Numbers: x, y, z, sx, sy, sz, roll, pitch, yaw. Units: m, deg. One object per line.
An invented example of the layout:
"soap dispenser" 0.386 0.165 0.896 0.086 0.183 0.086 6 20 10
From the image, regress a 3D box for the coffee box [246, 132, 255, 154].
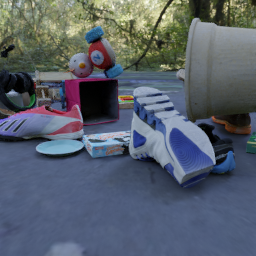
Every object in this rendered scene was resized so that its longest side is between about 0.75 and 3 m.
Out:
"coffee box" 3.571 0.399 7.262 0.791 0.283 1.286 9 16 31

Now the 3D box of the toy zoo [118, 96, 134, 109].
"toy zoo" -0.464 -1.357 14.248 1.854 0.289 2.826 -3 15 -13

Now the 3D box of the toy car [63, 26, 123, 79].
"toy car" -1.439 -2.338 10.014 1.889 1.741 1.670 -30 16 -4

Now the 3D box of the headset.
"headset" -4.777 -2.064 11.926 1.331 2.834 1.750 -29 -9 28

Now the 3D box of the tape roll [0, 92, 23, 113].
"tape roll" -5.842 -1.115 12.344 2.286 0.755 2.286 0 13 0

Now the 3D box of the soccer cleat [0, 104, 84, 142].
"soccer cleat" -2.681 -0.187 8.063 2.806 1.027 0.957 1 14 5

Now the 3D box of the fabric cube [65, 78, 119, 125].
"fabric cube" -1.373 -1.053 10.485 1.536 1.566 1.561 -9 15 -30

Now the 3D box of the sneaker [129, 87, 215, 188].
"sneaker" 0.751 0.366 6.053 1.004 1.436 2.486 -9 46 -25

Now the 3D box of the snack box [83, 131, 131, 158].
"snack box" -0.213 0.374 7.289 1.735 0.322 1.008 -6 15 -21

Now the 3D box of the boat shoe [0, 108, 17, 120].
"boat shoe" -4.323 -0.373 10.001 1.527 0.549 0.519 21 19 34

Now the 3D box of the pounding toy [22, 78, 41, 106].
"pounding toy" -4.801 -1.970 14.234 1.146 1.485 1.613 1 14 5

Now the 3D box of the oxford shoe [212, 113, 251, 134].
"oxford shoe" 3.583 -0.550 9.680 0.925 0.945 2.593 -1 14 -3

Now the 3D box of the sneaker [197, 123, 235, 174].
"sneaker" 1.611 0.283 6.425 0.782 0.914 2.206 -5 15 -24

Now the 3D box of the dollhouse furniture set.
"dollhouse furniture set" -2.857 -1.076 11.373 1.625 1.615 2.305 -4 39 -19

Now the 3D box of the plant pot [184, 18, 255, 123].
"plant pot" 3.184 -1.537 7.709 2.731 2.984 2.984 4 15 22

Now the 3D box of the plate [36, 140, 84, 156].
"plate" -1.708 0.519 7.079 1.171 0.150 1.171 0 13 0

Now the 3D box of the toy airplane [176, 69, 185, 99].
"toy airplane" 3.735 -1.916 12.805 2.972 2.097 2.959 36 36 7
